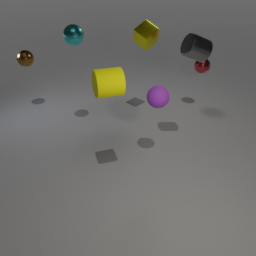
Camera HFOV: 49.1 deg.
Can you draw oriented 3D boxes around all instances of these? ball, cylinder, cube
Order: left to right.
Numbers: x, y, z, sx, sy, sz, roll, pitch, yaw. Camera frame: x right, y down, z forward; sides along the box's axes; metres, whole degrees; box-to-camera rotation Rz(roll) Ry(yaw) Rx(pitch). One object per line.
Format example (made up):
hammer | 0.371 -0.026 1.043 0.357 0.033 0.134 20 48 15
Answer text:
ball | -4.375 -2.966 11.934 0.700 0.700 0.700 0 30 0
ball | -1.844 -3.142 9.468 0.700 0.700 0.700 0 30 0
cylinder | -0.488 -1.119 6.915 0.700 0.700 0.700 -10 31 -16
cube | 0.699 -3.579 10.825 0.700 0.700 0.700 42 74 17
ball | 0.925 -0.959 8.617 0.700 0.700 0.700 0 30 0
cylinder | 2.073 -2.433 8.495 0.700 0.700 0.700 14 24 -24
ball | 3.302 -2.778 12.444 0.700 0.700 0.700 0 30 0
